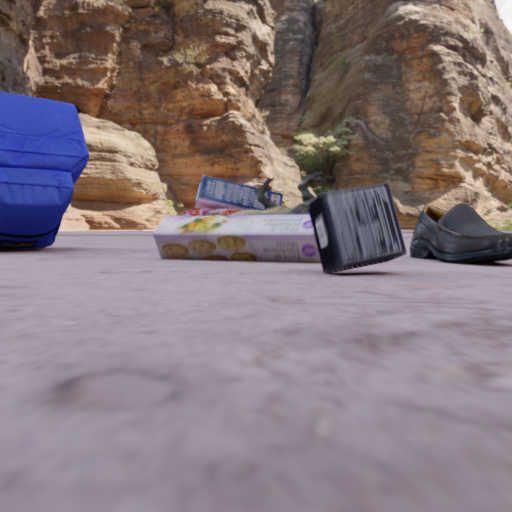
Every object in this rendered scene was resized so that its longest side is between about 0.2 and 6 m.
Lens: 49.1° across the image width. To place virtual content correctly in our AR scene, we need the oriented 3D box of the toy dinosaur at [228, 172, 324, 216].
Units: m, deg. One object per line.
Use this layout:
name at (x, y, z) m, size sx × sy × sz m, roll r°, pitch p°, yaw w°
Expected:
toy dinosaur at (0.675, -0.837, 10.651) m, size 3.434 × 1.513 × 0.815 m, roll 4°, pitch -33°, yaw -14°

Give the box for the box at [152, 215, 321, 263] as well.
box at (-0.275, -0.286, 9.086) m, size 2.900 × 0.601 × 0.561 m, roll 2°, pitch 37°, yaw 21°

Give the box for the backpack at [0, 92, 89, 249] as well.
backpack at (-5.585, -1.515, 12.457) m, size 2.828 × 2.921 × 3.481 m, roll 5°, pitch -33°, yaw -35°

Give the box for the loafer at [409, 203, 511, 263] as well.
loafer at (3.226, -0.378, 8.912) m, size 0.944 × 0.937 × 2.592 m, roll -1°, pitch 4°, yaw -16°

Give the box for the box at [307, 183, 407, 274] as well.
box at (1.195, -0.320, 6.731) m, size 0.898 × 0.906 × 0.558 m, roll -10°, pitch -9°, yaw -15°

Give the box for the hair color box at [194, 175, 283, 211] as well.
hair color box at (-0.397, -1.209, 12.341) m, size 1.797 × 0.544 × 0.899 m, roll 13°, pitch -12°, yaw -10°

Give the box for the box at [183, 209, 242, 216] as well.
box at (-0.918, -0.503, 11.530) m, size 0.849 × 0.887 × 1.779 m, roll -1°, pitch 3°, yaw -20°
